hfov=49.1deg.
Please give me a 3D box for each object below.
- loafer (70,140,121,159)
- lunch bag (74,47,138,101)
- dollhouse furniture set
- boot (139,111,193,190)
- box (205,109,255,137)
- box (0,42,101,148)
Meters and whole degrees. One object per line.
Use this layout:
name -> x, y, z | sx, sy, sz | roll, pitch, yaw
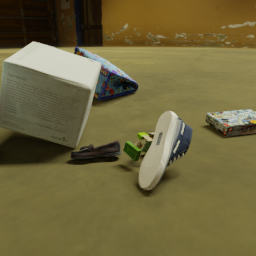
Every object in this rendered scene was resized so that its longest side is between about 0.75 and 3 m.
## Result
loafer -> -0.744, 0.493, 6.476 | 1.174, 0.370, 0.422 | -4, 3, -8
lunch bag -> -0.878, -2.424, 12.571 | 2.171, 1.356, 2.883 | 39, 27, 23
dollhouse furniture set -> 0.457, 0.430, 6.397 | 1.115, 0.557, 0.430 | -5, 32, -43
boot -> 0.820, 0.533, 5.563 | 0.748, 1.656, 0.602 | 32, -19, -28
box -> 3.362, -0.183, 8.463 | 1.640, 0.327, 1.123 | -5, 25, -15
box -> -1.964, -0.940, 7.384 | 2.076, 1.778, 2.065 | 17, 28, -7
